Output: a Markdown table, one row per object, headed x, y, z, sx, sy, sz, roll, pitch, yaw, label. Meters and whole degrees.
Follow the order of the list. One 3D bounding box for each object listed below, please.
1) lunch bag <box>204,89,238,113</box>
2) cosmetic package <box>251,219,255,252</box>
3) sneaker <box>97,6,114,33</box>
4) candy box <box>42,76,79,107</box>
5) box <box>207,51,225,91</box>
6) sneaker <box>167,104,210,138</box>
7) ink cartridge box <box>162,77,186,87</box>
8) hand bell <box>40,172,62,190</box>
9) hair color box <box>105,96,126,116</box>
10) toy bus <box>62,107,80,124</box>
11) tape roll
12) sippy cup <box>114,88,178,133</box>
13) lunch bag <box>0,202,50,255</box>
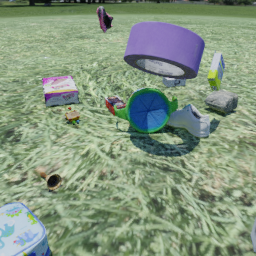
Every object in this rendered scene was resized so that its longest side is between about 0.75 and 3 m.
| x | y | z | sx | sy | sz | roll | pitch | yaw | label |
| --- | --- | --- | --- | --- | --- | --- | --- | --- | --- |
| 4.352 | -1.223 | 13.128 | 1.029 | 0.855 | 1.227 | -21 | 33 | -33 | lunch bag |
| 3.377 | 2.431 | 6.392 | 0.864 | 0.862 | 0.531 | 5 | 28 | 10 | cosmetic package |
| -0.905 | -4.557 | 11.595 | 0.610 | 1.279 | 0.505 | -26 | 69 | -8 | sneaker |
| -3.576 | -1.991 | 14.653 | 1.675 | 0.749 | 2.456 | -8 | 30 | -16 | candy box |
| 3.464 | -2.236 | 10.907 | 0.330 | 0.844 | 1.384 | 6 | 64 | 33 | box |
| 2.344 | -0.544 | 11.645 | 2.453 | 1.085 | 0.923 | 25 | 38 | 38 | sneaker |
| 2.681 | -2.791 | 16.408 | 1.155 | 0.482 | 0.839 | -8 | 30 | -15 | ink cartridge box |
| -2.498 | 1.523 | 8.657 | 0.497 | 0.497 | 0.955 | -24 | 25 | -37 | hand bell |
| -0.578 | -1.082 | 13.337 | 0.687 | 0.414 | 1.353 | -12 | 30 | -20 | hair color box |
| -2.487 | -0.481 | 12.244 | 0.770 | 0.398 | 0.726 | 24 | 51 | -14 | toy bus |
| 1.226 | -2.573 | 9.644 | 2.605 | 1.107 | 2.605 | 14 | -1 | 0 | tape roll |
| 0.746 | -0.911 | 11.820 | 2.382 | 1.870 | 1.745 | 25 | 13 | -13 | sippy cup |
| -2.866 | 2.643 | 6.014 | 2.065 | 0.851 | 1.660 | -25 | 36 | -39 | lunch bag |
